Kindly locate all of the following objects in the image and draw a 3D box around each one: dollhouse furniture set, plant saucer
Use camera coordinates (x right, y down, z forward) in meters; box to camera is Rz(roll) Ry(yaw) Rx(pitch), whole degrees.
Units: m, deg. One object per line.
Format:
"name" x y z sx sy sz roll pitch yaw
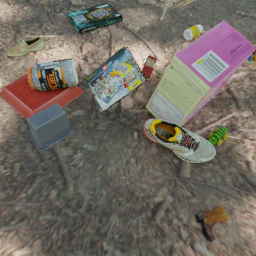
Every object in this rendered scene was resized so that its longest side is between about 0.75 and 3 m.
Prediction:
"dollhouse furniture set" 1.321 -2.409 11.934 1.442 0.586 0.776 24 52 -3
"plant saucer" -3.497 -1.533 11.193 2.488 0.458 2.493 35 58 25

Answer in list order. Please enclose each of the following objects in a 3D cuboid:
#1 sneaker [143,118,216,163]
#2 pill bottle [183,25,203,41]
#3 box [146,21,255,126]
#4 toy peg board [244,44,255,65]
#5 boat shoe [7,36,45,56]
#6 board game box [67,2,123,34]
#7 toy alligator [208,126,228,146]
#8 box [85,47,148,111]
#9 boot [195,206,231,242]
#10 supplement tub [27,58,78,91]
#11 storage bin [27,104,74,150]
"sneaker" 1.642 0.430 8.921 2.452 1.007 0.954 23 85 -1
"pill bottle" 3.219 -4.709 13.727 0.956 0.531 0.531 -34 59 -25
"box" 2.288 -1.582 9.321 2.553 2.902 1.403 -38 78 -28
"toy peg board" 5.860 -3.420 12.671 1.104 0.542 1.109 6 51 5
"boat shoe" -4.769 -3.828 12.980 1.729 0.574 0.640 -24 55 -18
"board game box" -1.751 -5.818 14.758 2.462 0.347 1.666 -25 55 -18
"toy alligator" 2.997 0.362 9.646 1.587 0.430 0.470 -37 60 -26
"box" -0.409 -1.506 8.783 0.339 1.798 1.228 -26 86 -56
"boot" 2.478 2.698 7.905 0.911 0.312 0.858 -9 43 -16
"supplement tub" -2.849 -2.005 10.658 1.728 1.059 1.059 -11 51 -2
"storage bin" -2.752 -0.159 9.714 1.491 1.002 1.085 -32 58 -25
